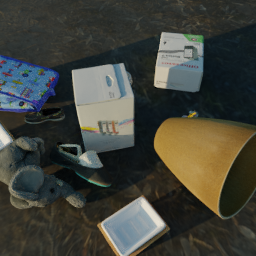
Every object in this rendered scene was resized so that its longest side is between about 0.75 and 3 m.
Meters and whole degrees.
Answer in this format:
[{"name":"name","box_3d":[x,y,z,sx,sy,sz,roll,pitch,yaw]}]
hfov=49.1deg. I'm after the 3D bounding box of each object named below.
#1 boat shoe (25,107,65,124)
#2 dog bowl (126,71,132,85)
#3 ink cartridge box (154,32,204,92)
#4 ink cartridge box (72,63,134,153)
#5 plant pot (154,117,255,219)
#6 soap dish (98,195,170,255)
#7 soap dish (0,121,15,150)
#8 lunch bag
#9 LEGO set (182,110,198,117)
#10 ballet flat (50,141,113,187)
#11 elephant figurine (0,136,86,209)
[{"name":"boat shoe","box_3d":[-3.308,-0.545,11.024,1.558,0.469,0.555,-8,49,-7]},{"name":"dog bowl","box_3d":[-0.324,-2.203,12.608,1.055,0.309,1.055,0,48,0]},{"name":"ink cartridge box","box_3d":[2.359,-3.056,12.750,2.022,1.164,2.770,7,50,6]},{"name":"ink cartridge box","box_3d":[-0.822,-0.647,9.735,1.823,2.520,1.831,-9,49,-8]},{"name":"plant pot","box_3d":[2.328,0.764,8.654,2.757,2.757,2.959,-35,43,-27]},{"name":"soap dish","box_3d":[0.160,2.847,7.896,1.618,0.657,1.273,-28,54,-23]},{"name":"soap dish","box_3d":[-5.195,0.855,9.388,2.624,1.066,2.064,-34,57,-26]},{"name":"lunch bag","box_3d":[-4.315,-1.728,11.423,2.858,1.344,2.152,9,47,10]},{"name":"LEGO set","box_3d":[2.135,-0.075,10.700,1.600,0.595,0.736,-30,20,-18]},{"name":"ballet flat","box_3d":[-1.530,1.053,8.965,2.483,0.849,0.844,19,15,23]},{"name":"elephant figurine","box_3d":[-2.868,1.653,8.426,1.993,1.818,2.569,-34,69,8]}]
